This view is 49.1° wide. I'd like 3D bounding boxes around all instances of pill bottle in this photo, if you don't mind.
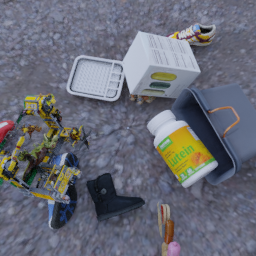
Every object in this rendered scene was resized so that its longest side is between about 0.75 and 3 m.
[{"bbox_3d":[1.546,0.565,8.428,1.214,1.214,2.186,-31,71,-11],"label":"pill bottle"}]

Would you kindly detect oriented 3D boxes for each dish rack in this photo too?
[{"bbox_3d":[-1.069,-1.676,9.728,1.850,0.403,1.588,11,70,4],"label":"dish rack"}]

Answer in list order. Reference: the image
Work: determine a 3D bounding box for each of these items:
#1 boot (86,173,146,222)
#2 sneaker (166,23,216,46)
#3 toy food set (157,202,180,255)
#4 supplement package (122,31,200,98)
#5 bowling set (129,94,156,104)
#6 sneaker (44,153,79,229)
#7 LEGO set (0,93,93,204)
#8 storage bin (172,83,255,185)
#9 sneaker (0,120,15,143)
[{"bbox_3d":[-0.385,1.910,8.255,1.525,0.582,1.281,-18,74,0],"label":"boot"},{"bbox_3d":[2.206,-3.385,10.131,1.889,0.851,0.708,-10,69,-4],"label":"sneaker"},{"bbox_3d":[1.106,2.906,7.481,0.306,1.235,1.943,-1,67,-5],"label":"toy food set"},{"bbox_3d":[0.997,-1.926,8.876,1.818,1.380,1.370,2,58,-26],"label":"supplement package"},{"bbox_3d":[0.520,-0.968,9.316,0.925,0.497,0.644,-7,39,1],"label":"bowling set"},{"bbox_3d":[-2.027,1.834,8.296,0.843,0.828,2.187,-3,69,27],"label":"sneaker"},{"bbox_3d":[-2.017,0.566,7.404,1.731,2.298,2.988,5,47,22],"label":"LEGO set"},{"bbox_3d":[2.932,-0.075,8.414,1.890,2.047,2.813,-20,70,-18],"label":"storage bin"},{"bbox_3d":[-4.128,0.785,8.700,2.063,0.808,1.192,-41,82,-1],"label":"sneaker"}]
